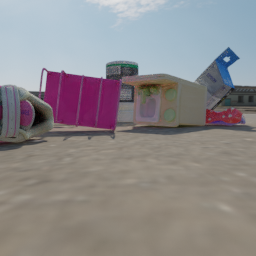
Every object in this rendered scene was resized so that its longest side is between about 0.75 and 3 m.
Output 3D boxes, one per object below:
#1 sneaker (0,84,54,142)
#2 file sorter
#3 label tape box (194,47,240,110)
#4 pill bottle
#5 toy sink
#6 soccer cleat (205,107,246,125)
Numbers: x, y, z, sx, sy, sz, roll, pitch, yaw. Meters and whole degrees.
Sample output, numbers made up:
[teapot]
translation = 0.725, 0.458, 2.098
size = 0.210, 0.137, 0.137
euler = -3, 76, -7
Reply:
[sneaker]
translation = -2.067, -0.266, 4.215
size = 1.115, 1.028, 2.528
euler = -1, 3, 22
[file sorter]
translation = -1.126, -0.663, 6.658
size = 1.850, 1.285, 1.160
euler = 7, 2, -7
[label tape box]
translation = 3.240, -1.492, 10.741
size = 2.936, 0.970, 2.103
euler = -46, -20, 23
[pill bottle]
translation = -0.259, -1.598, 12.593
size = 1.488, 2.632, 1.488
euler = 0, 4, 0
[toy sink]
translation = 1.179, -0.764, 9.003
size = 1.686, 1.449, 2.587
euler = 3, 0, 40
[soccer cleat]
translation = 3.156, -0.309, 9.664
size = 0.702, 0.612, 1.835
euler = 34, -18, -23
